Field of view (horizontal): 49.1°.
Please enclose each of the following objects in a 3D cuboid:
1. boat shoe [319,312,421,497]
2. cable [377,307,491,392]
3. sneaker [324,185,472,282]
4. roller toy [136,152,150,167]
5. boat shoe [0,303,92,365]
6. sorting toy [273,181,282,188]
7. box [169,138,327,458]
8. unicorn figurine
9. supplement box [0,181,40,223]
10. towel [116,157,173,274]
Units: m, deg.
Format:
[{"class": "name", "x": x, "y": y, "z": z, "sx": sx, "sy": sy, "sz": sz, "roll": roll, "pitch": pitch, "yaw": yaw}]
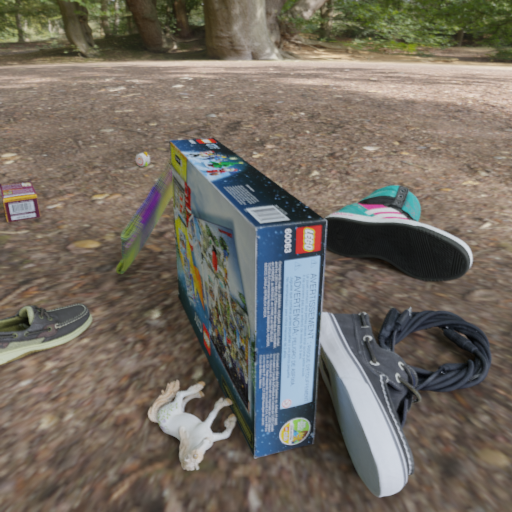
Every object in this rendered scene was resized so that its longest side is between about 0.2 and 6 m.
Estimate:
[{"class": "boat shoe", "x": 1.252, "y": 1.355, "z": 5.982, "sx": 0.916, "sy": 0.966, "sz": 2.764, "roll": -11, "pitch": 17, "yaw": -2}, {"class": "cable", "x": 2.189, "y": 1.227, "z": 6.996, "sx": 1.401, "sy": 0.436, "sz": 1.717, "roll": 15, "pitch": 28, "yaw": 17}, {"class": "sneaker", "x": 2.674, "y": -0.464, "z": 9.902, "sx": 2.746, "sy": 1.148, "sz": 1.658, "roll": 18, "pitch": 39, "yaw": 37}, {"class": "roller toy", "x": -3.181, "y": -2.714, "z": 15.756, "sx": 0.358, "sy": 0.392, "sz": 0.274, "roll": 2, "pitch": 21, "yaw": 36}, {"class": "boat shoe", "x": -2.949, "y": 0.931, "z": 7.369, "sx": 1.678, "sy": 0.551, "sz": 0.599, "roll": -22, "pitch": 32, "yaw": -40}, {"class": "sorting toy", "x": -0.745, "y": -1.869, "z": 11.762, "sx": 1.710, "sy": 0.307, "sz": 2.295, "roll": 16, "pitch": 10, "yaw": -45}, {"class": "box", "x": -0.296, "y": 0.172, "z": 6.704, "sx": 0.683, "sy": 2.476, "sz": 3.625, "roll": -8, "pitch": 25, "yaw": -17}, {"class": "unicorn figurine", "x": -0.642, "y": 1.751, "z": 5.770, "sx": 1.265, "sy": 0.467, "sz": 0.869, "roll": 4, "pitch": 30, "yaw": 45}, {"class": "supplement box", "x": -5.141, "y": -1.198, "z": 12.166, "sx": 0.676, "sy": 0.525, "sz": 1.226, "roll": -11, "pitch": 26, "yaw": -23}, {"class": "towel", "x": -1.775, "y": -0.721, "z": 9.325, "sx": 0.227, "sy": 1.432, "sz": 1.994, "roll": 27, "pitch": 64, "yaw": -4}]
